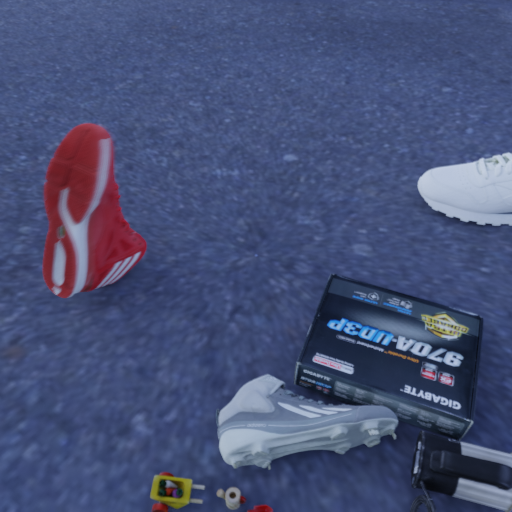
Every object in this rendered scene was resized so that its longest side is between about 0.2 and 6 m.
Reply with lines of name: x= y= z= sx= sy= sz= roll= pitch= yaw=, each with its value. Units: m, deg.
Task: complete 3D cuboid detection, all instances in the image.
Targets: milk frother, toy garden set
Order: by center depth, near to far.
toy garden set: x=-0.530 y=2.925 z=5.855 sx=1.549 sy=0.309 sz=1.291 roll=3 pitch=42 yaw=3
milk frother: x=2.211 y=2.585 z=6.034 sx=1.031 sy=0.989 sz=1.096 roll=11 pitch=86 yaw=12

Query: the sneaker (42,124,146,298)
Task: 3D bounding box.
sneaker: x=-2.307 y=-0.679 z=8.379 sx=0.987 sy=2.519 sz=1.455 roll=26 pitch=18 yaw=25

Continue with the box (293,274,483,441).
box: x=1.792 y=1.248 z=7.472 sx=2.198 sy=0.506 sz=1.747 roll=17 pitch=46 yaw=13

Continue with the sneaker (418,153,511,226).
sneaker: x=4.626 y=-1.333 z=9.829 sx=3.408 sy=1.372 sz=1.302 roll=5 pitch=44 yaw=8

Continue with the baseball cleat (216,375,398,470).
baseball cleat: x=0.572 y=1.853 z=6.708 sx=2.114 sy=0.737 sz=1.125 roll=-7 pitch=46 yaw=-9
